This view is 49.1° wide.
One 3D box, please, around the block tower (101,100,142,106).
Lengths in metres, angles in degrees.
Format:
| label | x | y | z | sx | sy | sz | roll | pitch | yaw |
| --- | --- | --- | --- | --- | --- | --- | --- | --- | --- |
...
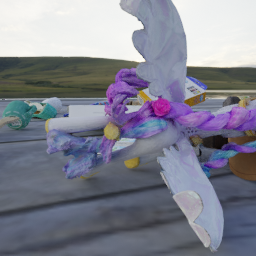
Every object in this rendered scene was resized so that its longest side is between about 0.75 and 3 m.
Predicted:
| label | x | y | z | sx | sy | sz | roll | pitch | yaw |
| --- | --- | --- | --- | --- | --- | --- | --- | --- | --- |
| block tower | 0.168 | -0.947 | 13.633 | 2.841 | 0.821 | 0.767 | 4 | 10 | 17 |

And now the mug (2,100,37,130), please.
| label | x | y | z | sx | sy | sz | roll | pitch | yaw |
| --- | --- | --- | --- | --- | --- | --- | --- | --- | --- |
| mug | -3.480 | -0.421 | 8.871 | 0.836 | 1.017 | 0.629 | 30 | 30 | -20 |

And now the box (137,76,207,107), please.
| label | x | y | z | sx | sy | sz | roll | pitch | yaw |
| --- | --- | --- | --- | --- | --- | --- | --- | --- | --- |
| box | 1.955 | -1.379 | 11.865 | 2.728 | 0.566 | 1.624 | -20 | 42 | -18 |

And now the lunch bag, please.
| label | x | y | z | sx | sy | sz | roll | pitch | yaw |
| --- | --- | --- | --- | --- | --- | --- | --- | --- | --- |
| lunch bag | -1.595 | -0.531 | 11.139 | 1.734 | 0.815 | 1.305 | -8 | 6 | 21 |

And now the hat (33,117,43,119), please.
| label | x | y | z | sx | sy | sz | roll | pitch | yaw |
| --- | --- | --- | --- | --- | --- | --- | --- | --- | --- |
| hat | -3.912 | -0.681 | 12.997 | 1.051 | 0.424 | 1.051 | 1 | 8 | 0 |

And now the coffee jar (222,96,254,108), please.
| label | x | y | z | sx | sy | sz | roll | pitch | yaw |
| --- | --- | --- | --- | --- | --- | --- | --- | --- | --- |
| coffee jar | 4.407 | -0.513 | 9.258 | 2.446 | 1.043 | 1.275 | 2 | 14 | 12 |

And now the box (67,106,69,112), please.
| label | x | y | z | sx | sy | sz | roll | pitch | yaw |
| --- | --- | --- | --- | --- | --- | --- | --- | --- | --- |
| box | -3.427 | -1.131 | 16.778 | 0.380 | 0.311 | 0.799 | -1 | 8 | -7 |

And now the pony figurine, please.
| label | x | y | z | sx | sy | sz | roll | pitch | yaw |
| --- | --- | --- | --- | --- | --- | --- | --- | --- | --- |
| pony figurine | 0.359 | -0.003 | 3.271 | 2.641 | 2.199 | 2.550 | -13 | -9 | 30 |

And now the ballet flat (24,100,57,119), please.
| label | x | y | z | sx | sy | sz | roll | pitch | yaw |
| --- | --- | --- | --- | --- | --- | --- | --- | --- | --- |
| ballet flat | -4.192 | -0.899 | 12.497 | 2.377 | 0.800 | 0.837 | 8 | -29 | 33 |

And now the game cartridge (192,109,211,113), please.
| label | x | y | z | sx | sy | sz | roll | pitch | yaw |
| --- | --- | --- | --- | --- | --- | --- | --- | --- | --- |
| game cartridge | 3.543 | -0.838 | 14.784 | 1.469 | 0.300 | 0.978 | 5 | 13 | 32 |

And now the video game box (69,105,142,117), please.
| label | x | y | z | sx | sy | sz | roll | pitch | yaw |
| --- | --- | --- | --- | --- | --- | --- | --- | --- | --- |
| video game box | -0.490 | -0.316 | 8.544 | 2.182 | 0.511 | 1.988 | 0 | -7 | 3 |

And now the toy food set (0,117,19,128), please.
| label | x | y | z | sx | sy | sz | roll | pitch | yaw |
| --- | --- | --- | --- | --- | --- | --- | --- | --- | --- |
| toy food set | -4.566 | 0.054 | 7.363 | 2.792 | 0.560 | 1.928 | 5 | 17 | 2 |

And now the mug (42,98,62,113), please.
| label | x | y | z | sx | sy | sz | roll | pitch | yaw |
| --- | --- | --- | --- | --- | --- | --- | --- | --- | --- |
| mug | -4.299 | -1.100 | 15.127 | 1.142 | 0.843 | 1.002 | -30 | -1 | 27 |

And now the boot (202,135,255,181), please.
| label | x | y | z | sx | sy | sz | roll | pitch | yaw |
| --- | --- | --- | --- | --- | --- | --- | --- | --- | --- |
| boot | 2.263 | 0.308 | 4.468 | 1.570 | 0.754 | 2.147 | 3 | 10 | -13 |

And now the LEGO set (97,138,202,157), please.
| label | x | y | z | sx | sy | sz | roll | pitch | yaw |
| --- | --- | --- | --- | --- | --- | --- | --- | --- | --- |
| LEGO set | 0.713 | 0.142 | 5.932 | 2.782 | 0.683 | 2.079 | 2 | 9 | 24 |
